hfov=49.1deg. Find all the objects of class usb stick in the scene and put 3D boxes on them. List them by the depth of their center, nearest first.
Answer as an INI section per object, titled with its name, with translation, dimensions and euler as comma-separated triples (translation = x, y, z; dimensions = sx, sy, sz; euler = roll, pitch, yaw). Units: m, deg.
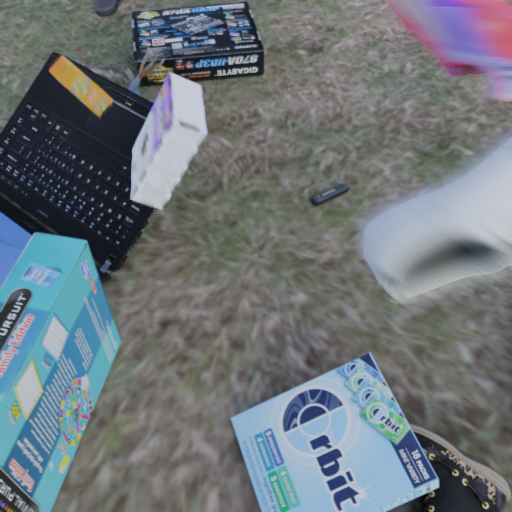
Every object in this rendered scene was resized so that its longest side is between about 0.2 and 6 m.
[usb stick]
translation = 1.268, -1.051, 9.595
dimensions = 0.724, 0.118, 0.201
euler = -26, 55, -20

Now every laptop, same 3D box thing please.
[laptop]
translation = -3.544, -1.246, 8.332
dimensions = 3.628, 2.114, 4.093
euler = 32, 89, 23

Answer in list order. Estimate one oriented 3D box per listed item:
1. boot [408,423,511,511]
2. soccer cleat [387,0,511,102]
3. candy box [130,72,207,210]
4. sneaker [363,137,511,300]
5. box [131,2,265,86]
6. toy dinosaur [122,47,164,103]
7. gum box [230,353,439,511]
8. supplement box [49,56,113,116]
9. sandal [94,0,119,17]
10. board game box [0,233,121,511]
[boot]
translation = 1.905, 2.669, 6.223
dimensions = 1.590, 0.582, 1.198
euler = 28, 56, 15
[soccer cleat]
translation = 1.912, -2.231, 5.531
dimensions = 0.744, 0.853, 2.230
euler = 0, 31, -26
[candy box]
translation = -1.173, -1.484, 7.304
dimensions = 0.483, 1.349, 1.132
euler = 17, 40, -26
[sneaker]
translation = 2.058, -0.309, 4.663
dimensions = 2.390, 0.873, 0.846
euler = -31, 37, 22
[box]
translation = -1.319, -4.692, 12.289
dimensions = 2.741, 0.630, 2.178
euler = -8, 51, -7
[toy dinosaur]
translation = -2.510, -2.802, 10.791
dimensions = 2.280, 2.513, 1.319
euler = 17, 15, -19
[gum box]
translation = 0.824, 2.206, 6.352
dimensions = 1.863, 0.415, 1.583
euler = -25, 52, 1
[supplement box]
translation = -2.064, -2.001, 6.592
dimensions = 0.801, 0.275, 0.266
euler = 41, 88, 18
[sandal]
translation = -3.623, -6.631, 14.134
dimensions = 0.724, 0.408, 1.904
euler = 5, 60, 13
[board game box]
translation = -2.461, 1.517, 6.123
dimensions = 0.668, 2.150, 2.848
euler = 9, 50, 8
